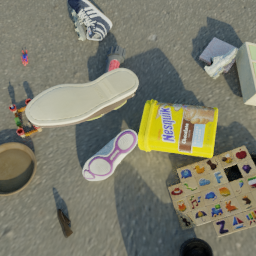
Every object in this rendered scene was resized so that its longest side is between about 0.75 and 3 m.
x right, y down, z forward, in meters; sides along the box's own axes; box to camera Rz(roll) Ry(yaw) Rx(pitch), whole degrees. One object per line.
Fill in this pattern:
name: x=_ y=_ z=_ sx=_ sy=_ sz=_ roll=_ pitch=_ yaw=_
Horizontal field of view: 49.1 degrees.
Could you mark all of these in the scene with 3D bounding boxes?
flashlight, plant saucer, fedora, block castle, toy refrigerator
flashlight: x=-0.565 y=-2.195 z=11.431 sx=0.898 sy=0.901 sz=2.652 roll=20 pitch=61 yaw=-19
plant saucer: x=-4.184 y=1.439 z=9.887 sx=1.963 sy=0.289 sz=1.963 roll=0 pitch=63 yaw=-1
fedora: x=2.038 y=3.874 z=8.524 sx=1.051 sy=0.480 sz=1.051 roll=2 pitch=63 yaw=-5
block castle: x=-3.871 y=-0.395 z=10.620 sx=0.919 sy=0.645 sz=1.375 roll=-22 pitch=65 yaw=-11
toy refrigerator: x=5.135 y=-2.202 z=11.286 sx=0.962 sy=0.886 sz=2.534 roll=8 pitch=63 yaw=-11

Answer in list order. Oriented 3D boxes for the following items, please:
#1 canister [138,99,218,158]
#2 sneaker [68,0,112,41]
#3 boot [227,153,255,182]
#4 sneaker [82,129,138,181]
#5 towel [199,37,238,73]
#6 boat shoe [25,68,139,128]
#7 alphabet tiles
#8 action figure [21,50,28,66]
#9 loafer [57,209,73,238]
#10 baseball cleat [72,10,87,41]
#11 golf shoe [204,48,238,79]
canister: x=1.771 y=0.016 z=9.809 sx=2.486 sy=1.076 sz=1.846 roll=6 pitch=69 yaw=18
sneaker: x=-1.817 y=-4.785 z=12.385 sx=2.229 sy=0.781 sz=1.209 roll=31 pitch=65 yaw=-21
boot: x=4.295 y=1.587 z=9.574 sx=1.745 sy=0.657 sz=1.305 roll=11 pitch=56 yaw=18
sneaker: x=-0.552 y=0.992 z=9.863 sx=2.385 sy=1.188 sz=0.893 roll=-40 pitch=89 yaw=4
towel: x=4.044 y=-3.204 z=12.292 sx=1.401 sy=0.236 sz=1.467 roll=33 pitch=67 yaw=16
boat shoe: x=-1.059 y=-0.627 z=6.903 sx=2.868 sy=0.854 sz=1.030 roll=-26 pitch=74 yaw=-26
alphabet tiles: x=2.916 y=2.167 z=9.143 sx=2.940 sy=0.111 sz=2.457 roll=-21 pitch=64 yaw=9
action figure: x=-4.515 y=-3.056 z=12.245 sx=0.268 sy=0.212 sz=0.818 roll=-9 pitch=66 yaw=-7
loafer: x=-2.028 y=3.044 z=9.063 sx=0.339 sy=0.347 sz=0.950 roll=-20 pitch=74 yaw=-15
baseball cleat: x=-1.994 y=-4.883 z=12.882 sx=1.063 sy=0.697 sz=1.997 roll=-16 pitch=65 yaw=-6
golf shoe: x=3.856 y=-2.843 z=11.637 sx=0.778 sy=0.627 sz=1.601 roll=41 pitch=85 yaw=6
